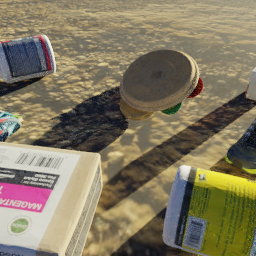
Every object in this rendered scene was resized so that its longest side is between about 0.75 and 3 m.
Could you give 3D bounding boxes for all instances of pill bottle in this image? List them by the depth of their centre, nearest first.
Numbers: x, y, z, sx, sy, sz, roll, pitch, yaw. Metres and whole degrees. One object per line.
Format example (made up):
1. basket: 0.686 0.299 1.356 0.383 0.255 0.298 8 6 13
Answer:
1. pill bottle: 2.032 1.636 4.842 2.632 1.480 1.480 12 37 15
2. pill bottle: -4.307 -2.602 10.833 2.630 1.572 1.572 -18 39 -23

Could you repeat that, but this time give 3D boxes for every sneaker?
1. sneaker: 3.408 0.176 7.249 1.017 1.114 2.753 26 43 32
2. sneaker: -3.526 0.410 7.451 0.868 0.721 1.817 33 53 22

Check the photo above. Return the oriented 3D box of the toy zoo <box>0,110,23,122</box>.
1. toy zoo: -4.128 -0.227 8.684 1.406 0.144 0.923 16 38 21

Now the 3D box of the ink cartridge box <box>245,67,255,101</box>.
1. ink cartridge box: 4.822 -1.735 10.058 0.602 1.037 1.438 24 42 30

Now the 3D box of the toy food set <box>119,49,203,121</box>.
1. toy food set: 0.998 -1.482 8.950 2.646 0.650 2.673 -9 53 17

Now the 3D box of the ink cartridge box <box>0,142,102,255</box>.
1. ink cartridge box: -2.203 1.467 5.405 2.973 1.117 2.449 6 34 6
